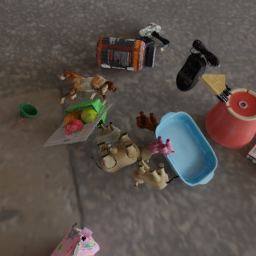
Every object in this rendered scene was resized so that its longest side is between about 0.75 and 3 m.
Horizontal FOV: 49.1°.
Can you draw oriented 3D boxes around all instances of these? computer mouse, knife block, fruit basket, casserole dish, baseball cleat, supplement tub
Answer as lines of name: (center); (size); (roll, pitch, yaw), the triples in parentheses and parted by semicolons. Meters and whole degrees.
computer mouse: (1.102, -4.148, 14.211); (2.102, 0.484, 1.476); (-34, 63, -30)
knife block: (3.009, -1.335, 9.659); (1.134, 0.363, 0.996); (0, 90, -7)
computer mouse: (2.782, -2.385, 11.537); (0.558, 2.115, 1.465); (-14, 58, -43)
fruit basket: (-1.814, -0.084, 10.460); (2.089, 1.057, 2.256); (-10, 38, 31)
casserole dish: (1.975, 0.731, 9.889); (1.670, 0.535, 2.757); (-33, 89, -21)
baseball cleat: (1.068, -5.302, 15.091); (1.365, 0.476, 0.726); (-17, 49, -24)
supplement tub: (-0.082, -3.415, 13.034); (2.636, 1.410, 1.410); (8, 54, 5)

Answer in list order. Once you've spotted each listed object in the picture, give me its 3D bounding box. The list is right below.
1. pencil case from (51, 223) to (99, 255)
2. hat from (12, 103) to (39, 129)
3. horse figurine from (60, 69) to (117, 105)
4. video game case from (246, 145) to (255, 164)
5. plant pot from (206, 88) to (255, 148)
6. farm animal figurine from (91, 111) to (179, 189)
pencil case: (-1.868, 4.000, 7.677); (1.147, 1.147, 2.623); (28, 59, 19)
hat: (-4.328, -0.491, 11.658); (0.927, 0.816, 0.768); (4, 46, -52)
horse figurine: (-1.739, -1.779, 12.205); (2.791, 0.697, 1.850); (2, 47, 11)
video game case: (5.493, 0.968, 10.439); (1.486, 0.294, 1.639); (38, 62, 25)
plant pot: (4.044, -0.445, 10.481); (1.935, 1.712, 1.935); (0, 62, 0)
farm animal figurine: (0.226, 0.962, 9.726); (2.883, 1.520, 2.915); (-10, 43, 11)
